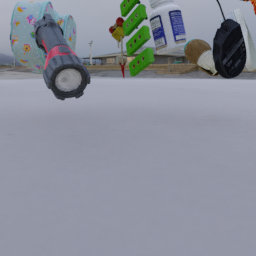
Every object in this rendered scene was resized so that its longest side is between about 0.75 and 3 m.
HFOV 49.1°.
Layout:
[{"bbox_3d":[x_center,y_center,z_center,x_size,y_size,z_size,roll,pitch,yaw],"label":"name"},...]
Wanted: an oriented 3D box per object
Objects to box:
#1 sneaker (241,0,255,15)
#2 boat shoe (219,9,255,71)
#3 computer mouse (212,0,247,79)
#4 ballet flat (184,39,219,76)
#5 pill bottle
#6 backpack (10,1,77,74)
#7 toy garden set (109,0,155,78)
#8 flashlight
[{"bbox_3d":[3.499,-3.449,7.733,0.967,1.726,0.670,11,-18,7],"label":"sneaker"},{"bbox_3d":[3.376,-2.670,8.812,0.923,2.591,0.904,-21,-42,32],"label":"boat shoe"},{"bbox_3d":[1.586,-1.900,5.001,0.786,2.681,0.456,-47,44,-12],"label":"computer mouse"},{"bbox_3d":[2.709,-2.294,9.645,0.894,0.838,2.471,52,17,24],"label":"ballet flat"},{"bbox_3d":[1.468,-3.942,10.589,1.225,2.047,1.225,-14,8,2],"label":"pill bottle"},{"bbox_3d":[-2.884,-3.099,9.750,2.006,2.301,2.617,6,-1,9],"label":"backpack"},{"bbox_3d":[0.168,-3.323,10.544,0.585,2.932,2.444,-2,-12,-29],"label":"toy garden set"},{"bbox_3d":[-1.774,-1.803,6.921,0.982,0.986,2.901,-36,44,2],"label":"flashlight"}]
